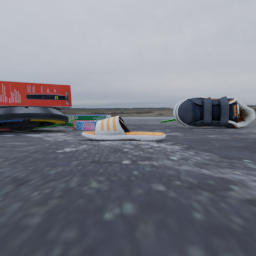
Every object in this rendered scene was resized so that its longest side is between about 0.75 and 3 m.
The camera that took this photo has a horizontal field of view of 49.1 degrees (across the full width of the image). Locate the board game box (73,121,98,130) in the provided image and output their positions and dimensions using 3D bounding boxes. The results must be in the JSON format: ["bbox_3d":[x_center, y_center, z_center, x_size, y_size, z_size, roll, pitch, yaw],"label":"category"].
[{"bbox_3d":[-0.871,-0.085,7.868,1.164,0.235,0.891,-1,3,-24],"label":"board game box"}]

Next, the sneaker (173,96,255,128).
[{"bbox_3d":[2.648,-0.487,8.423,2.493,0.978,0.990,1,-3,-19],"label":"sneaker"}]

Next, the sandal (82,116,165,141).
[{"bbox_3d":[-0.069,-0.002,4.535,1.339,0.384,0.513,0,3,5],"label":"sandal"}]

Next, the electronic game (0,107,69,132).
[{"bbox_3d":[-2.471,-0.140,6.505,2.146,0.447,2.146,-5,-4,0],"label":"electronic game"}]

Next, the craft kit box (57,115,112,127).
[{"bbox_3d":[-1.602,-0.265,9.846,1.916,0.465,1.892,0,5,3],"label":"craft kit box"}]

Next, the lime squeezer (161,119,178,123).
[{"bbox_3d":[2.626,-0.409,13.427,2.004,0.378,0.708,2,3,27],"label":"lime squeezer"}]

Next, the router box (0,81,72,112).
[{"bbox_3d":[-2.710,-0.603,6.824,1.976,0.538,2.202,-2,-5,-35],"label":"router box"}]
